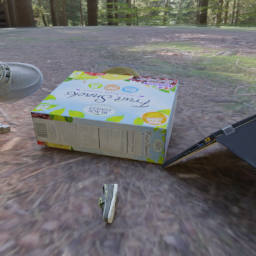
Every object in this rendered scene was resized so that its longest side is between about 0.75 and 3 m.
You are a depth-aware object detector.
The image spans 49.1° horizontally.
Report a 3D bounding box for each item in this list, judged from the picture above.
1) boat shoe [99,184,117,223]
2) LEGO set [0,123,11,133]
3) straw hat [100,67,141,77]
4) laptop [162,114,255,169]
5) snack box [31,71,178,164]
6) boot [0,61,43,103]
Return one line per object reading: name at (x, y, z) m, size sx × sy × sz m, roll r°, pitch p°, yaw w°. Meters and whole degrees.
boat shoe at (-0.330, 1.185, 4.471) m, size 0.258 × 0.309 × 0.864 m, roll 6°, pitch 22°, yaw 1°
LEGO set at (-3.921, -0.073, 6.722) m, size 0.776 × 0.721 × 1.892 m, roll 21°, pitch 28°, yaw 31°
straw hat at (-0.334, -1.012, 8.847) m, size 1.773 × 1.773 × 0.750 m, roll 1°, pitch -17°, yaw 2°
laptop at (2.591, 0.525, 4.895) m, size 2.705 × 1.674 × 2.889 m, roll -19°, pitch -14°, yaw -27°
snack box at (-0.372, -0.428, 6.839) m, size 2.949 × 0.998 × 2.487 m, roll 7°, pitch 34°, yaw 13°
boot at (-2.910, -1.063, 6.094) m, size 2.679 × 0.985 × 1.280 m, roll -21°, pitch 5°, yaw -41°
